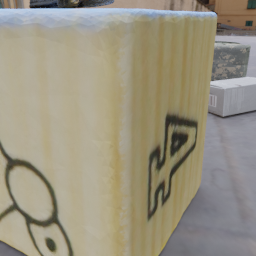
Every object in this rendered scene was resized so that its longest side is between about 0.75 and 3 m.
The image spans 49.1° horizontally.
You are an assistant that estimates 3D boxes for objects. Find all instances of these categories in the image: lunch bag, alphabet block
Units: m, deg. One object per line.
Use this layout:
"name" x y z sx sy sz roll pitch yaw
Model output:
"lunch bag" 3.723 -2.877 12.150 2.428 1.740 2.960 5 16 11
"alphabet block" -0.495 -0.118 3.793 2.666 2.729 2.680 14 26 29

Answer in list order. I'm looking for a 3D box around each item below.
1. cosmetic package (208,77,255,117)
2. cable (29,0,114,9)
"cosmetic package" 3.293 -0.999 8.500 2.065 0.931 1.103 -14 22 -25
"cable" -0.890 -1.999 4.102 0.979 0.507 2.015 -11 24 -24
